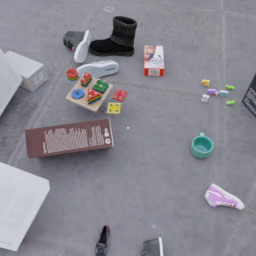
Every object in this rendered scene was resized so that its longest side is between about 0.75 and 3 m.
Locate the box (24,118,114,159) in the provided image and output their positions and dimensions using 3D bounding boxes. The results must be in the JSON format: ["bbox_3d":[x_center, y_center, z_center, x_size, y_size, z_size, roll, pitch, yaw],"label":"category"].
[{"bbox_3d":[-1.889,0.348,9.335,2.699,1.352,1.011,-9,88,-7],"label":"box"}]

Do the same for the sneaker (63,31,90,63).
[{"bbox_3d":[-2.521,-3.773,13.035,1.166,0.831,2.351,3,47,5],"label":"sneaker"}]

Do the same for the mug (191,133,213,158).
[{"bbox_3d":[2.592,0.659,9.758,0.696,0.524,0.848,33,59,24],"label":"mug"}]

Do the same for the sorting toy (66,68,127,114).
[{"bbox_3d":[-1.350,-1.369,10.296,2.713,0.459,1.308,23,62,14],"label":"sorting toy"}]

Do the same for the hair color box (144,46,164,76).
[{"bbox_3d":[1.154,-3.044,12.626,0.866,0.499,1.561,1,52,0],"label":"hair color box"}]

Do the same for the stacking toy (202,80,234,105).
[{"bbox_3d":[3.704,-1.472,11.532,1.370,0.322,1.033,10,53,7],"label":"stacking toy"}]

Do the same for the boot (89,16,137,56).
[{"bbox_3d":[-0.723,-4.201,12.750,2.275,1.701,0.856,1,52,1],"label":"boot"}]

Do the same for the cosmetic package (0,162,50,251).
[{"bbox_3d":[-3.697,1.861,7.255,2.637,0.681,1.988,28,92,-23],"label":"cosmetic package"}]

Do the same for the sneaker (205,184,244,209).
[{"bbox_3d":[2.920,2.298,8.619,1.142,0.414,0.651,29,64,29],"label":"sneaker"}]

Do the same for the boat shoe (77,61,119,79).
[{"bbox_3d":[-1.352,-2.552,12.255,1.871,0.674,0.580,-11,32,-15],"label":"boat shoe"}]

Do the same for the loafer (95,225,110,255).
[{"bbox_3d":[-0.731,3.229,7.912,0.354,0.311,0.986,6,53,5],"label":"loafer"}]

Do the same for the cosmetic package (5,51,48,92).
[{"bbox_3d":[-4.578,-2.437,11.949,1.992,0.898,1.064,23,55,21],"label":"cosmetic package"}]

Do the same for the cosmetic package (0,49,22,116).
[{"bbox_3d":[-5.898,-1.518,9.841,2.428,2.430,2.945,9,60,18],"label":"cosmetic package"}]

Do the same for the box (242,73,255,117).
[{"bbox_3d":[5.536,-1.061,10.137,1.151,2.013,2.211,-18,55,-13],"label":"box"}]

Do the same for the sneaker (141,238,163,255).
[{"bbox_3d":[0.659,3.604,7.578,0.608,0.434,1.227,-2,47,1],"label":"sneaker"}]
